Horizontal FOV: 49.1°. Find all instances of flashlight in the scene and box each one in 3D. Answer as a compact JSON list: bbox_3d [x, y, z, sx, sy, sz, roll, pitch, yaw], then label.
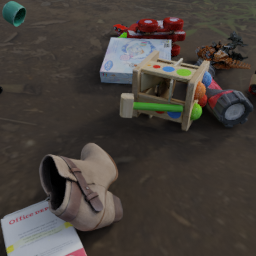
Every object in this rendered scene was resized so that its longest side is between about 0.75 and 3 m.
[{"bbox_3d":[2.709,-1.221,8.625,0.983,0.987,2.904,4,37,-11],"label":"flashlight"}]

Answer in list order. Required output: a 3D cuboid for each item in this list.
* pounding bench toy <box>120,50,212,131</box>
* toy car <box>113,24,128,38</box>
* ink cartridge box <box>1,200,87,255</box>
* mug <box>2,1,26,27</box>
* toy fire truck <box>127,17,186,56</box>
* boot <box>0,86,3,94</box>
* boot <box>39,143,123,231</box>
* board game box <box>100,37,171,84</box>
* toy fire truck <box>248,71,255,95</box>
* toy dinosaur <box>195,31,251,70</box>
[{"bbox_3d":[1.092,-0.838,7.681,1.897,1.511,2.432,18,41,21],"label":"pounding bench toy"},{"bbox_3d":[0.001,-4.322,13.122,1.977,0.441,1.860,12,39,16],"label":"toy car"},{"bbox_3d":[-1.372,2.024,4.662,1.091,0.627,1.503,-18,41,-21],"label":"ink cartridge box"},{"bbox_3d":[-3.306,-3.264,8.062,0.452,0.731,0.600,31,56,-4],"label":"mug"},{"bbox_3d":[1.166,-4.091,12.005,2.503,1.403,2.102,-5,38,-7],"label":"toy fire truck"},{"bbox_3d":[-4.760,-1.242,9.101,0.906,0.412,1.078,27,39,37],"label":"boot"},{"bbox_3d":[-0.927,0.874,5.321,0.804,1.673,2.288,-43,47,12],"label":"boot"},{"bbox_3d":[0.370,-2.533,10.452,2.416,0.527,2.428,5,46,5],"label":"board game box"},{"bbox_3d":[4.618,-1.353,9.075,1.274,1.448,0.931,12,81,19],"label":"toy fire truck"},{"bbox_3d":[3.683,-2.704,10.774,1.592,1.198,2.345,-31,64,-14],"label":"toy dinosaur"}]
